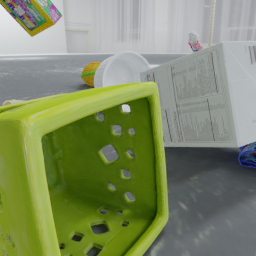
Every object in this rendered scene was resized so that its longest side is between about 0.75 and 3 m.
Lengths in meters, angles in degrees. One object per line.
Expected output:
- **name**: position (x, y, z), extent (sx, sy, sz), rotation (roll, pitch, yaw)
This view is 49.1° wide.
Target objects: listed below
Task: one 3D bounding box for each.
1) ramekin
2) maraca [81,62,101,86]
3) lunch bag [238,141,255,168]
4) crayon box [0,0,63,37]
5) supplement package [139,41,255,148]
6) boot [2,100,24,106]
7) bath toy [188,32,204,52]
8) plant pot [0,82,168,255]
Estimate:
- **ramekin**: position (-0.199, -1.631, 9.969), extent (2.070, 2.070, 1.009), rotation (-10, 13, -29)
- **maraca**: position (-1.743, -2.812, 14.866), extent (1.599, 1.247, 2.332), rotation (-7, 5, -14)
- **lunch bag**: position (3.340, 0.376, 5.701), extent (2.108, 0.991, 1.587), rotation (2, 18, 36)
- **crayon box**: position (-2.283, -2.788, 6.298), extent (1.099, 1.274, 0.371), rotation (-5, 49, 43)
- **supplement package**: position (1.786, -0.647, 6.121), extent (1.846, 1.832, 2.432), rotation (-12, 3, -32)
- **boot**: position (-4.066, -0.844, 10.219), extent (0.678, 0.316, 0.877), rotation (5, 17, 12)
- **bath toy**: position (2.286, -2.802, 9.471), extent (0.521, 0.443, 1.198), rotation (26, 2, 23)
- **plant pot**: position (-0.792, 0.554, 3.360), extent (1.825, 2.011, 2.001), rotation (5, 18, 35)
